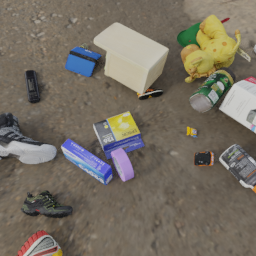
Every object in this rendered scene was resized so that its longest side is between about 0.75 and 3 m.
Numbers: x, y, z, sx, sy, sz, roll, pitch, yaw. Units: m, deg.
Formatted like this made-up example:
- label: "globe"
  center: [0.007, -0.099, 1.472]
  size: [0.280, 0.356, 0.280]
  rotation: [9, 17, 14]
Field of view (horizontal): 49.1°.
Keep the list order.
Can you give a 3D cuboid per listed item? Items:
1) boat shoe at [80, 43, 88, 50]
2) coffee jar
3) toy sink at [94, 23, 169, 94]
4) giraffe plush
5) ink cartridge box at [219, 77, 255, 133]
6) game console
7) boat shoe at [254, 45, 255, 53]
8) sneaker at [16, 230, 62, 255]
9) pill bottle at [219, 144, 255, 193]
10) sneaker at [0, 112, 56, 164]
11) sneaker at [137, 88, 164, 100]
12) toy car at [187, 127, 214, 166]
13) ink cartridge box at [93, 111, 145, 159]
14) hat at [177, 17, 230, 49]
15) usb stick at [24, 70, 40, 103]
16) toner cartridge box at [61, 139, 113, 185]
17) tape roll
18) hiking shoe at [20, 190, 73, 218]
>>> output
- label: "boat shoe"
  center: [-2.215, -3.720, 13.417]
  size: [0.385, 0.322, 1.078]
  rotation: [16, 57, 10]
- label: "coffee jar"
  center: [3.217, -1.478, 10.578]
  size: [0.825, 1.008, 1.934]
  rotation: [49, 62, -5]
- label: "toy sink"
  center: [0.031, -2.923, 11.817]
  size: [2.678, 1.500, 1.745]
  rotation: [31, 54, 12]
- label: "giraffe plush"
  center: [3.285, -3.012, 11.887]
  size: [2.277, 2.423, 2.808]
  rotation: [-31, 43, -6]
- label: "ink cartridge box"
  center: [5.163, -0.598, 10.347]
  size: [2.830, 1.212, 2.089]
  rotation: [38, 36, 24]
- label: "game console"
  center: [-2.060, -3.070, 12.928]
  size: [1.316, 0.778, 1.123]
  rotation: [21, 35, 6]
- label: "boat shoe"
  center: [6.974, -3.421, 12.953]
  size: [0.819, 0.748, 2.277]
  rotation: [-35, 63, -21]
- label: "sneaker"
  center: [-2.891, 4.189, 7.619]
  size: [1.108, 1.050, 2.698]
  rotation: [28, 61, 17]
- label: "pill bottle"
  center: [4.012, 1.417, 9.596]
  size: [0.877, 0.877, 1.651]
  rotation: [-28, 60, -18]
- label: "sneaker"
  center: [-3.999, 0.310, 10.191]
  size: [2.982, 1.125, 1.697]
  rotation: [2, 56, 2]
- label: "sneaker"
  center: [0.934, -1.556, 11.906]
  size: [1.120, 0.392, 0.504]
  rotation: [-14, 60, -7]
- label: "toy car"
  center: [2.748, 0.641, 10.217]
  size: [0.580, 0.855, 1.744]
  rotation: [13, 58, -30]
- label: "ink cartridge box"
  center: [-0.363, 0.241, 10.725]
  size: [1.546, 0.368, 1.565]
  rotation: [-19, 56, -13]
- label: "hat"
  center: [3.443, -4.907, 13.359]
  size: [1.984, 1.747, 1.644]
  rotation: [-3, 56, -2]
- label: "usb stick"
  center: [-4.160, -1.826, 12.154]
  size: [0.510, 0.300, 1.837]
  rotation: [-11, 56, -15]
- label: "toner cartridge box"
  center: [-1.420, 1.186, 9.745]
  size: [1.895, 0.900, 0.409]
  rotation: [30, 61, 20]
- label: "tape roll"
  center: [-0.195, 1.251, 9.572]
  size: [0.360, 1.097, 1.097]
  rotation: [-23, 59, -16]
- label: "hiking shoe"
  center: [-2.586, 2.418, 9.062]
  size: [1.677, 0.635, 0.844]
  rotation: [4, 59, 4]
